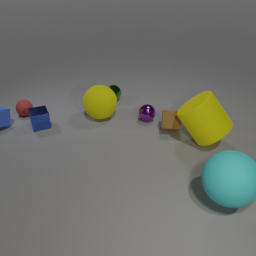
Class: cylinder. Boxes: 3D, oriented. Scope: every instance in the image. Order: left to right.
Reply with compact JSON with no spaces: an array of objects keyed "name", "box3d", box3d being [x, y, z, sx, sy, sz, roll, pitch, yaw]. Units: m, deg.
[{"name":"cylinder","box3d":[-0.756,-1.561,13.053,0.700,0.700,0.700,11,34,17]},{"name":"cylinder","box3d":[2.649,-0.327,9.712,1.400,1.400,1.400,-36,11,8]}]

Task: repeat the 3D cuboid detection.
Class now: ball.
[{"name":"ball","box3d":[-4.399,-0.855,11.890,0.700,0.700,0.700,0,31,0]},{"name":"ball","box3d":[-1.152,-1.066,11.552,1.400,1.400,1.400,0,31,0]},{"name":"ball","box3d":[0.787,-0.628,11.524,0.700,0.700,0.700,0,31,0]},{"name":"ball","box3d":[2.553,1.257,6.960,1.400,1.400,1.400,0,31,0]}]

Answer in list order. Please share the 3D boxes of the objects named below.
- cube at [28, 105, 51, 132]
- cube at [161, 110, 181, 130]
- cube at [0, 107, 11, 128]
[{"name":"cube","box3d":[-3.493,-0.381,11.056,0.700,0.700,0.700,-14,38,-21]},{"name":"cube","box3d":[1.651,-0.290,10.709,0.700,0.700,0.700,3,-3,6]},{"name":"cube","box3d":[-5.120,-0.425,10.956,0.700,0.700,0.700,11,15,29]}]
